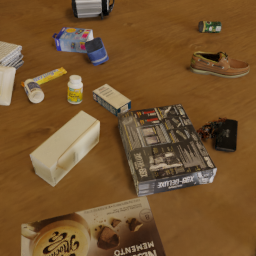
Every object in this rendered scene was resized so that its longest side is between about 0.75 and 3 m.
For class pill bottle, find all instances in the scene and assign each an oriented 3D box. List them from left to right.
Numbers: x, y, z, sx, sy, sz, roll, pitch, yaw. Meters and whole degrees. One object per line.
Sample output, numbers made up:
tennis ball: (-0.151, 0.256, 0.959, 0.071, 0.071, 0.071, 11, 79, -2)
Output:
pill bottle: (-3.351, -1.338, 9.910, 0.510, 0.510, 0.918, -22, 50, -20)
pill bottle: (-1.805, -1.318, 9.560, 0.506, 0.897, 0.506, 7, 36, -5)

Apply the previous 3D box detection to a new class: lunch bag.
lunch bag: (-1.291, -3.143, 11.547, 0.752, 0.732, 1.107, -20, 47, 3)

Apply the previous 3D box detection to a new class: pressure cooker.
pressure cooker: (-1.780, -6.633, 14.125, 2.185, 1.922, 1.952, -6, 44, -7)

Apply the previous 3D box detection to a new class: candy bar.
candy bar: (-3.210, -1.902, 10.688, 1.804, 0.200, 0.450, -29, 52, -26)

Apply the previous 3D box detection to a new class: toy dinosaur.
toy dinosaur: (2.504, -0.012, 8.435, 1.178, 0.602, 0.799, -53, 24, -5)

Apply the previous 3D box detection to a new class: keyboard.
keyboard: (2.929, 0.188, 8.638, 0.816, 0.174, 1.359, 10, 45, 15)

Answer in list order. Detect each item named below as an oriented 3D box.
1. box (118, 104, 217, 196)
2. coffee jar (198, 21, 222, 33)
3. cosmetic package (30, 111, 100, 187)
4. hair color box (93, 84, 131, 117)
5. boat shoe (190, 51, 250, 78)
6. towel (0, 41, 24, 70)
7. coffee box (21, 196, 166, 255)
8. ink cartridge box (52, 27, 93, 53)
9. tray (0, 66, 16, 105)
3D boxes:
box: (0.970, 0.496, 7.991, 2.090, 0.660, 2.651, -10, 46, -9)
coffee jar: (3.891, -4.836, 13.391, 1.043, 0.445, 0.544, 3, 47, 2)
cosmetic package: (-1.646, 0.525, 7.677, 0.712, 1.008, 1.947, 31, 55, 17)
hair color box: (-0.559, -0.963, 9.619, 0.647, 0.391, 1.293, -33, 54, -28)
boat shoe: (3.601, -2.503, 10.854, 2.319, 0.788, 0.834, 2, 46, 2)
towel: (-5.258, -2.530, 10.873, 1.669, 0.863, 2.016, 16, 49, 17)
coffee box: (-0.679, 2.537, 5.690, 2.659, 1.061, 1.503, -10, 47, -9)
ink cartridge box: (-2.476, -3.896, 12.362, 1.646, 0.628, 1.123, 5, 45, 8)
tray: (-5.283, -1.592, 9.780, 2.565, 0.284, 1.377, 6, 85, 6)
